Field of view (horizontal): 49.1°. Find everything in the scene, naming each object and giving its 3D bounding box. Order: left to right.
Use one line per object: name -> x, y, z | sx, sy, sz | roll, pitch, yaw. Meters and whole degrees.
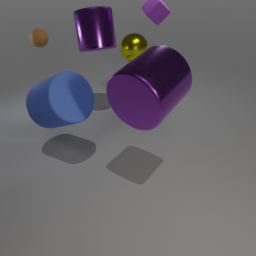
ball -> -3.382, -3.427, 10.654 | 0.700, 0.700, 0.700 | 0, 29, 0
cylinder -> -1.898, -0.745, 7.831 | 1.400, 1.400, 1.400 | -9, 15, 46
cylinder -> -1.189, -3.569, 10.223 | 1.400, 1.400, 1.400 | -7, 15, 2
ball -> 0.307, -3.918, 13.720 | 1.400, 1.400, 1.400 | 0, 29, 0
cylinder -> 0.480, -0.892, 6.153 | 1.400, 1.400, 1.400 | 19, 46, 31
cube -> 1.070, -4.529, 10.717 | 0.700, 0.700, 0.700 | 25, 34, -41
